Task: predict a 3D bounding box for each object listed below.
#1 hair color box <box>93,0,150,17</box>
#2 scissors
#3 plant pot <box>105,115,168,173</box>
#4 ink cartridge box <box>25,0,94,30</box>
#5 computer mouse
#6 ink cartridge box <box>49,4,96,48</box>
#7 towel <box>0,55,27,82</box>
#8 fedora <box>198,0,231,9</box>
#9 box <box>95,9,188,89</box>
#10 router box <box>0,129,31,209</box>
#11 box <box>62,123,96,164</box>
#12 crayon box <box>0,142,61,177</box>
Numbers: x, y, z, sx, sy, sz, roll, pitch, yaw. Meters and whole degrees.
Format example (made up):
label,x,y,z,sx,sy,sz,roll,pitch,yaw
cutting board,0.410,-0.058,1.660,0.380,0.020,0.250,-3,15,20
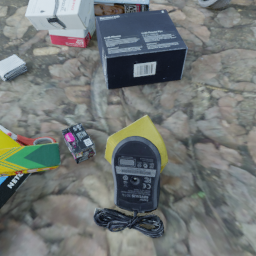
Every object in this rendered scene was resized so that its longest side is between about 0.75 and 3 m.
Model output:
label,x,y,z,sx,sy,sz,roll,pitch,yaw
hair color box,-0.477,-5.469,12.192,2.830,1.401,0.858,4,85,3
scissors,-3.452,0.365,8.258,2.962,0.206,1.084,19,59,14
plant pot,0.313,0.712,7.380,1.284,1.276,1.314,-31,70,-23
ink cartridge box,-1.755,-3.199,7.313,1.497,0.627,1.086,5,73,16
computer mouse,0.128,1.255,6.436,1.717,2.479,0.653,9,20,8
ink cartridge box,-2.277,-4.605,11.111,1.553,2.148,1.561,9,51,7
towel,-4.307,-2.183,10.255,0.835,0.431,1.008,36,61,27
fedora,4.272,-6.261,12.852,0.937,2.075,1.835,26,53,-32
box,0.375,-2.909,10.168,2.766,1.440,2.519,-8,52,-7
router box,-3.623,1.189,6.389,1.920,0.657,2.574,42,68,-14
box,-1.395,0.430,8.011,0.627,0.544,0.949,-24,56,-20
crayon box,-1.358,0.403,3.273,1.068,0.678,0.271,-6,80,-18
